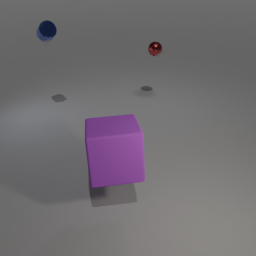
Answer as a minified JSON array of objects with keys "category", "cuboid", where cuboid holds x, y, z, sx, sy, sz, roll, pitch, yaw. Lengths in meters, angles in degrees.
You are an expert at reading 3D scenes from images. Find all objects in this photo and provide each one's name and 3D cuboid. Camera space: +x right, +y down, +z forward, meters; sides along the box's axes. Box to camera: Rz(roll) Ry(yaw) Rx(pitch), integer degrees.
[{"category":"cube","cuboid":[-0.375,0.559,7.454,1.400,1.400,1.400,-6,23,-6]},{"category":"ball","cuboid":[1.337,-3.887,13.775,0.700,0.700,0.700,0,31,0]},{"category":"cylinder","cuboid":[-3.338,-3.951,11.458,0.700,0.700,0.700,-16,10,-25]}]
